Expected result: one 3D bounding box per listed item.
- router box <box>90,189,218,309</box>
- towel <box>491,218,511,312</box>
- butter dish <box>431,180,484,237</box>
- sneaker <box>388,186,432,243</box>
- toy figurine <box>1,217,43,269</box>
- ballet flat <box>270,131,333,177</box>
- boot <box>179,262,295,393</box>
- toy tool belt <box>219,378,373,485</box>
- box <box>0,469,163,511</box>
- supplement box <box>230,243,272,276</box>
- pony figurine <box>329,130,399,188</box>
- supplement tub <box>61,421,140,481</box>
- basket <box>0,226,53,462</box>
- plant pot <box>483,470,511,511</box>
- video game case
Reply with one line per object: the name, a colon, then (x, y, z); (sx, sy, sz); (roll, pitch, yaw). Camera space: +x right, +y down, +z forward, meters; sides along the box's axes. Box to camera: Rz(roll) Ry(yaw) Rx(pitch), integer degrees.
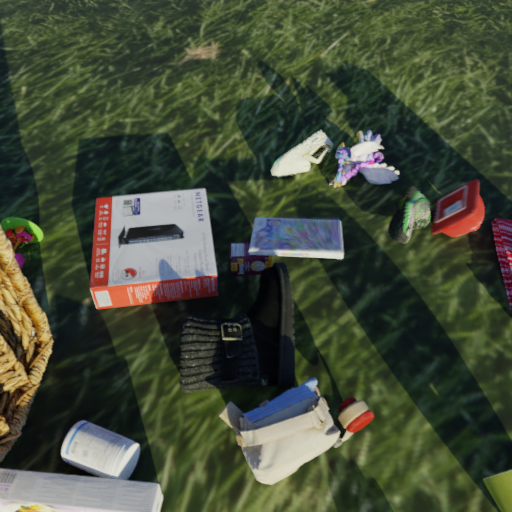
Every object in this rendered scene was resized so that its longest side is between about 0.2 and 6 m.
router box: (-2.061, -0.230, 11.357); (2.345, 0.638, 2.613); (-7, 46, -6)
towel: (5.898, 0.282, 11.102); (2.018, 0.314, 2.791); (6, 46, 5)
butter dish: (4.402, -0.850, 11.870); (0.845, 1.143, 1.140); (38, 49, -17)
sneaker: (3.343, -0.826, 11.844); (0.746, 0.683, 1.751); (33, 47, 3)
toy figurine: (-4.992, -0.103, 11.284); (1.120, 0.841, 1.031); (-9, 52, 22)
ballet flat: (1.188, -2.399, 13.480); (0.704, 0.704, 1.963); (31, 54, 27)
boot: (-0.331, 1.150, 9.763); (1.965, 0.989, 2.628); (1, 46, 1)
toy tool belt: (0.600, 2.364, 8.414); (2.066, 1.290, 1.270); (-22, 58, -21)
box: (-2.556, 3.412, 7.873); (2.408, 0.466, 0.499); (3, 41, 4)
supplement box: (-0.098, 0.056, 11.152); (0.831, 0.544, 0.429); (-2, 46, -1)
pony figurine: (2.482, -2.280, 13.162); (1.506, 1.299, 1.560); (-14, 41, 33)
supplement tub: (-2.306, 2.905, 8.298); (0.982, 0.648, 0.648); (17, 48, 15)
basket: (-4.193, 1.473, 7.624); (2.677, 3.593, 2.565); (-22, 50, -20)
plant pot: (4.016, 3.517, 7.348); (1.451, 1.451, 1.551); (-11, 62, -10)
video game case: (0.807, -0.374, 11.100); (1.770, 0.159, 1.267); (2, 33, 4)
